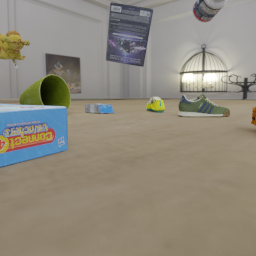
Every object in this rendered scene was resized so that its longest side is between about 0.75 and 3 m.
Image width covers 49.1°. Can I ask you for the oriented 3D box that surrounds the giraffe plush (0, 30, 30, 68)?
[{"bbox_3d":[-3.883,-2.784,9.334,1.022,1.260,1.087,-32,8,47],"label":"giraffe plush"}]

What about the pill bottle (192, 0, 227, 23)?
[{"bbox_3d":[1.979,-2.996,6.590,0.600,0.600,1.003,-1,-7,-10],"label":"pill bottle"}]

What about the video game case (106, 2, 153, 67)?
[{"bbox_3d":[0.001,-3.412,10.411,1.524,2.134,0.202,10,37,1],"label":"video game case"}]

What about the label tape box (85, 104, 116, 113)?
[{"bbox_3d":[-1.324,-0.981,14.034,1.382,0.457,0.990,4,8,37],"label":"label tape box"}]

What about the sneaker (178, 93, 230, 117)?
[{"bbox_3d":[3.251,-0.988,11.885,2.234,1.003,0.749,0,7,-2],"label":"sneaker"}]

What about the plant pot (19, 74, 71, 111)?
[{"bbox_3d":[-3.906,-1.338,12.645,1.928,1.804,1.804,-7,3,33],"label":"plant pot"}]

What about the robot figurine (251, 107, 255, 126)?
[{"bbox_3d":[4.064,-0.181,6.220,2.117,0.850,2.920,-2,7,-1],"label":"robot figurine"}]

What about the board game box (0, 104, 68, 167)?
[{"bbox_3d":[-2.966,0.067,4.489,2.796,0.798,2.855,5,9,30],"label":"board game box"}]

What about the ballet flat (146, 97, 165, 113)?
[{"bbox_3d":[1.485,-1.299,15.122,0.775,0.777,2.319,-7,8,-7],"label":"ballet flat"}]
